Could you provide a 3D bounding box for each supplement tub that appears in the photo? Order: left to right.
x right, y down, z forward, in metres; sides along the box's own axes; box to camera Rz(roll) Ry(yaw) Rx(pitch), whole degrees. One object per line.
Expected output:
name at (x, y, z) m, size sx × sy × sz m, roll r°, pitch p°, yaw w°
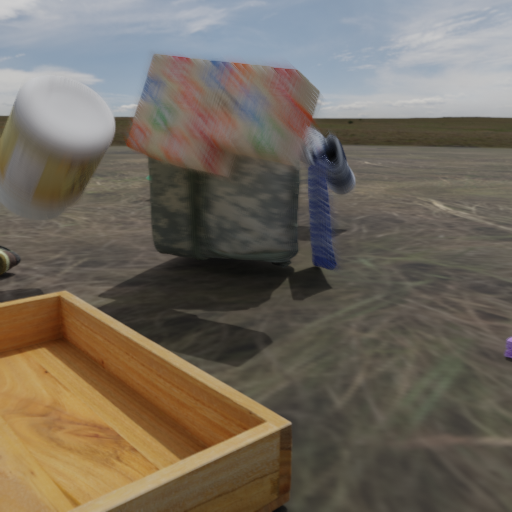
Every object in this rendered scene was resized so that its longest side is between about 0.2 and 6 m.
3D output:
supplement tub at (-2.785, -1.399, 7.571) m, size 1.256 × 1.256 × 1.739 m, roll -14°, pitch -22°, yaw -45°

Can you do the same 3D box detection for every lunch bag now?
lunch bag at (-0.349, -1.279, 9.027) m, size 2.290 × 2.730 × 1.902 m, roll 8°, pitch 17°, yaw 22°

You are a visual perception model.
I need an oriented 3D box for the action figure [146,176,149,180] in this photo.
action figure at (-1.977, -2.012, 16.789) m, size 2.310 × 0.632 × 1.364 m, roll 13°, pitch 16°, yaw 20°

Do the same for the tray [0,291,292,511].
tray at (-1.568, 1.114, 4.238) m, size 1.730 × 0.650 × 3.508 m, roll -11°, pitch 19°, yaw -39°

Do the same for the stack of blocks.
stack of blocks at (-0.487, -1.768, 7.291) m, size 2.309 × 1.329 × 0.676 m, roll 17°, pitch 1°, yaw 31°

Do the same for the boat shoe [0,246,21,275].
boat shoe at (-4.449, 0.016, 8.934) m, size 1.538 × 0.550 × 0.506 m, roll 9°, pitch 9°, yaw 22°

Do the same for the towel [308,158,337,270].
towel at (0.999, -0.627, 8.679) m, size 0.197 × 1.655 × 1.198 m, roll -3°, pitch 1°, yaw -4°

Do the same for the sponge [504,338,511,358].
sponge at (3.284, 0.903, 5.962) m, size 1.337 × 0.199 × 0.746 m, roll -13°, pitch 19°, yaw -43°

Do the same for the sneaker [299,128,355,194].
sneaker at (1.278, -2.442, 12.497) m, size 2.313 × 0.811 × 1.255 m, roll 50°, pitch 4°, yaw 27°
